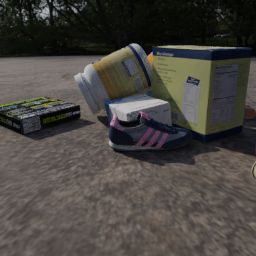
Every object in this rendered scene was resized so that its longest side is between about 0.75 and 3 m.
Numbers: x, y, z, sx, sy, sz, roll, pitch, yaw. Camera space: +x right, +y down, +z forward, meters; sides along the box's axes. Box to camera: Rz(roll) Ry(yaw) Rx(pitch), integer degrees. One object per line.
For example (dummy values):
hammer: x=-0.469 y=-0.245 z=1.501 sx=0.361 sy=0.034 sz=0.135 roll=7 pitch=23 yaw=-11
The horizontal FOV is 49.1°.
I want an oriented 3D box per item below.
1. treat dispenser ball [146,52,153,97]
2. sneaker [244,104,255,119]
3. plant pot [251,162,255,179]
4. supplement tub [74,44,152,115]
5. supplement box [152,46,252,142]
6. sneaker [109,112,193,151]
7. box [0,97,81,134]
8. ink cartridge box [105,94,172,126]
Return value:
treat dispenser ball: x=2.026 y=-2.498 z=13.668 sx=2.907 sy=2.907 sz=2.907 roll=0 pitch=18 yaw=0
sneaker: x=4.625 y=-0.788 z=12.200 sx=1.674 sy=0.649 sz=0.938 roll=14 pitch=17 yaw=9
plant pot: x=3.292 y=1.116 z=6.175 sx=0.834 sy=0.834 sz=0.763 roll=0 pitch=29 yaw=0
supplement tub: x=-0.529 y=-1.990 z=11.757 sx=2.958 sy=2.135 sz=2.135 roll=-26 pitch=22 yaw=-3
supplement box: x=2.498 y=-1.441 z=10.245 sx=1.983 sy=2.951 sz=2.954 roll=-12 pitch=22 yaw=-32
sneaker: x=0.752 y=0.053 z=8.659 sx=2.706 sy=1.110 sz=0.949 roll=-4 pitch=22 yaw=-11
box: x=-3.831 y=-0.635 z=11.555 sx=2.660 sy=0.654 sz=2.754 roll=13 pitch=23 yaw=39
ink cartridge box: x=0.324 y=-0.509 z=10.229 sx=1.639 sy=0.960 sz=2.268 roll=-16 pitch=19 yaw=-19
